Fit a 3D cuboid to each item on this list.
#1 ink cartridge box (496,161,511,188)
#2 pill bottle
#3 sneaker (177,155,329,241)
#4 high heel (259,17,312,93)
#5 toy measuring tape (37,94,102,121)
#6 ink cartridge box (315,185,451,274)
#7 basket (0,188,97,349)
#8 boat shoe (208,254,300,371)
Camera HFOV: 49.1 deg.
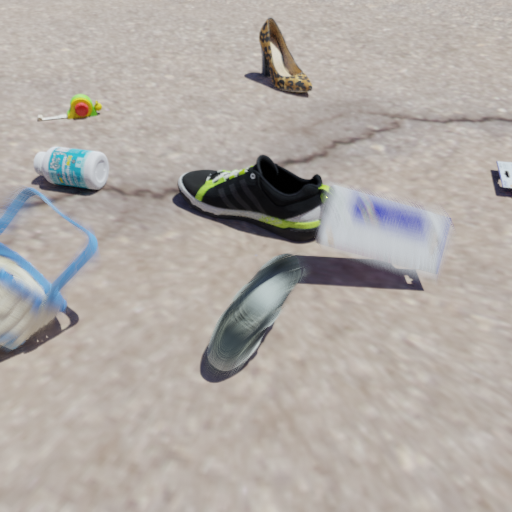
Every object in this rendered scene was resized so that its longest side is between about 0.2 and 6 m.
[{"bbox_3d":[4.860,-1.342,10.016,1.025,0.222,1.006,7,38,12],"label":"ink cartridge box"},{"bbox_3d":[-3.297,-1.571,9.946,1.209,0.670,0.670,8,38,12],"label":"pill bottle"},{"bbox_3d":[-0.014,-1.183,9.030,2.768,1.146,0.993,17,41,21],"label":"sneaker"},{"bbox_3d":[0.714,-4.848,13.582,0.727,1.451,2.036,-22,43,-26],"label":"high heel"},{"bbox_3d":[-4.120,-3.274,12.328,1.401,0.515,0.515,-9,38,-11],"label":"toy measuring tape"},{"bbox_3d":[1.728,-0.350,7.648,1.704,0.807,0.316,15,-1,-2],"label":"ink cartridge box"},{"bbox_3d":[-2.875,0.134,6.788,1.520,1.199,1.724,32,77,31],"label":"basket"},{"bbox_3d":[-0.036,0.610,6.504,0.593,0.473,1.569,30,72,7],"label":"boat shoe"}]
